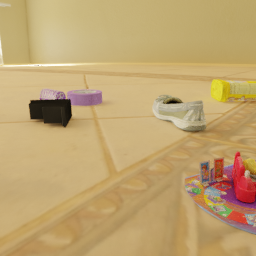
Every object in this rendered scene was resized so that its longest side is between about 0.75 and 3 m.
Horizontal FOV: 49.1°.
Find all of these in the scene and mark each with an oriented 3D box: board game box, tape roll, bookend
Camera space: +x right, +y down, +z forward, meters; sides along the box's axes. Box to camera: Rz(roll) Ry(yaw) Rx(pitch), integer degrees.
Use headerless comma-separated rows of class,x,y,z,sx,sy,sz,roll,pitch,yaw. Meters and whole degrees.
board game box,2.335,0.804,4.568,2.697,0.525,2.131,-9,18,-28
tape roll,-1.875,-1.344,12.191,1.501,0.492,1.501,-1,15,0
bookend,-2.560,-0.483,8.896,1.363,0.632,1.372,-2,17,-3

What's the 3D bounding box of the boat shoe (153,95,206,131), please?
boat shoe,1.589,-0.663,9.008,1.042,0.907,2.828,-4,16,-14

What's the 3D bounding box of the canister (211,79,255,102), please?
canister,5.044,-1.716,12.788,2.073,0.897,1.540,1,16,-2

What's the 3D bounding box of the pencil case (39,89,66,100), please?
pencil case,-3.334,-1.396,12.272,1.382,0.580,0.591,11,53,41
